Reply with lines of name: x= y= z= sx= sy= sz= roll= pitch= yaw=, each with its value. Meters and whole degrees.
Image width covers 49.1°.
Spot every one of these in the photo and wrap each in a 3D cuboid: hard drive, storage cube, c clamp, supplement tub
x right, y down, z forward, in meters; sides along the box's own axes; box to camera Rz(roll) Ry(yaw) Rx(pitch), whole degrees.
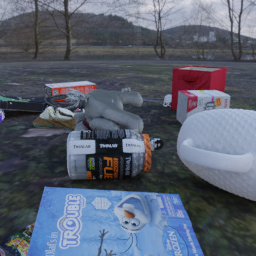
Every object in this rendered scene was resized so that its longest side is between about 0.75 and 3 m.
hard drive: x=-5.429 y=-1.230 z=14.136 sx=2.631 sy=0.498 sz=1.838 roll=2 pitch=12 yaw=-43
storage cube: x=3.678 y=-2.040 z=14.673 sx=2.108 sy=2.217 sz=2.466 roll=14 pitch=23 yaw=36
c clamp: x=-3.200 y=-1.190 z=14.639 sx=2.110 sy=0.335 sz=2.470 roll=25 pitch=23 yaw=11
supplement tub: x=-0.506 y=0.700 z=7.534 sx=2.130 sy=1.305 sz=1.305 roll=-2 pitch=18 yaw=-5

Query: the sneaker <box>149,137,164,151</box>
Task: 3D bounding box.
sneaker: x=0.479 y=0.574 z=9.397 sx=1.420 sy=0.472 sz=0.643 roll=-8 pitch=16 yaw=-34

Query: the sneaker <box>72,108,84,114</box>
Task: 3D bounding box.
sneaker: x=-2.345 y=-0.606 z=13.181 sx=0.538 sy=0.506 sz=1.314 roll=-19 pitch=14 yaw=-24

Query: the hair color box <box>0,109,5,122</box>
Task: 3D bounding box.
hair color box: x=-6.525 y=-0.551 z=12.854 sx=1.495 sy=0.484 sz=0.817 roll=-2 pitch=18 yaw=-12

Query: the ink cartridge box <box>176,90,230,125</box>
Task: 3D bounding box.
ink cartridge box: x=3.281 y=-0.876 z=12.341 sx=1.905 sy=1.384 sz=1.378 roll=-3 pitch=18 yaw=-9

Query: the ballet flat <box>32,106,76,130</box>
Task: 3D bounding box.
ballet flat: x=-2.982 y=-0.444 z=11.783 sx=2.446 sy=0.885 sz=0.829 roll=7 pitch=29 yaw=20

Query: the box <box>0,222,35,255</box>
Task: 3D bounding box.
box: x=-1.123 y=2.109 z=4.721 sx=1.780 sy=0.336 sz=1.216 roll=12 pitch=21 yaw=34

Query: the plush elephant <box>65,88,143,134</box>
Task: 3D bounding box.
plush elephant: x=-0.911 y=-0.091 z=9.196 sx=2.632 sy=2.038 sz=2.168 roll=11 pitch=34 yaw=-14

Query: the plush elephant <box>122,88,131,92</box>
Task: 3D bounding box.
plush elephant: x=-0.134 y=-2.369 z=18.347 sx=0.641 sy=0.603 sz=0.779 roll=-3 pitch=18 yaw=-11

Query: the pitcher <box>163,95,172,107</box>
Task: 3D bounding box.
pitcher: x=2.289 y=-1.497 z=15.815 sx=0.813 sy=0.575 sz=0.948 roll=-12 pitch=30 yaw=-6

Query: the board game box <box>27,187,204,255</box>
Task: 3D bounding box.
board game box: x=-0.155 y=1.876 z=4.088 sx=2.502 sy=0.545 sz=2.515 roll=4 pitch=25 yaw=-9

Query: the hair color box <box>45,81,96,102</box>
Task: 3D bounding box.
hair color box: x=-3.648 y=-2.378 z=17.881 sx=2.934 sy=0.898 sz=1.489 roll=-10 pitch=21 yaw=-31

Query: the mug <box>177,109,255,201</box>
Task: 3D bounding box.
mug: x=2.324 y=0.534 z=6.586 sx=2.412 sy=2.031 sz=2.751 roll=16 pitch=13 yaw=37
